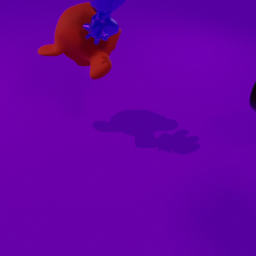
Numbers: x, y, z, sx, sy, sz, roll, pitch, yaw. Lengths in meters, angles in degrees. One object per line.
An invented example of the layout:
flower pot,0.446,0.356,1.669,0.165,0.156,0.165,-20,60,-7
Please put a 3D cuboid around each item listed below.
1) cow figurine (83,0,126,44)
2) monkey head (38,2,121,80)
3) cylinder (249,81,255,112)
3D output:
cow figurine,-0.448,-2.052,4.628,0.627,1.142,1.123,36,91,28
monkey head,-0.826,-1.730,5.561,1.995,1.202,1.435,-32,43,21
cylinder,1.924,-0.333,2.897,0.897,0.897,0.897,-26,50,-23
